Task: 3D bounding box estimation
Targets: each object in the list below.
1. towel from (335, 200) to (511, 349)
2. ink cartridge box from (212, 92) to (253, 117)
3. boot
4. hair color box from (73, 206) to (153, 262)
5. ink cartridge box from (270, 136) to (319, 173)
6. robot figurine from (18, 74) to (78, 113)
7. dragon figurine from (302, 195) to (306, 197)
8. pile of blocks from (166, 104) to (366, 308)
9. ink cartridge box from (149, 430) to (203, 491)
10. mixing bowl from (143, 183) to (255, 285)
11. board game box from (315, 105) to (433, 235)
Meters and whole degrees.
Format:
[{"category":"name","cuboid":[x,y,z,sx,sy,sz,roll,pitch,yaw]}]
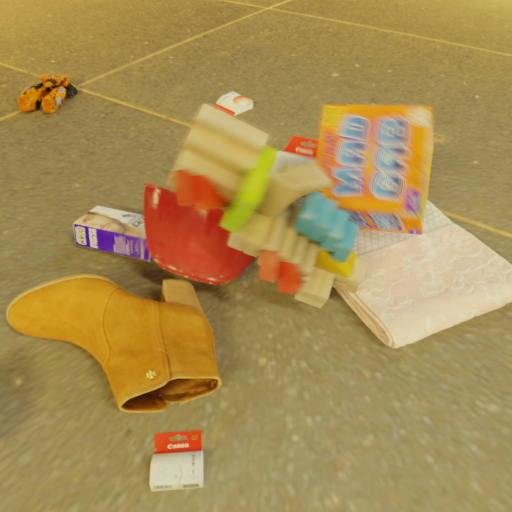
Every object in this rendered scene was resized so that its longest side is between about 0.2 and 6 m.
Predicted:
[{"category":"towel","cuboid":[2.754,0.161,9.805,2.941,0.474,2.809,-17,43,-19]},{"category":"ink cartridge box","cuboid":[-0.741,-4.043,15.009,1.040,0.261,0.844,-29,47,-33]},{"category":"boot","cuboid":[-2.082,1.288,8.014,2.989,1.052,2.140,-5,39,-12]},{"category":"hair color box","cuboid":[-2.484,-0.436,10.414,1.554,0.504,0.849,11,31,14]},{"category":"ink cartridge box","cuboid":[0.730,-1.893,10.835,0.975,0.288,1.218,21,69,38]},{"category":"robot figurine","cuboid":[-5.674,-4.459,15.277,1.332,0.535,1.837,4,40,2]},{"category":"dragon figurine","cuboid":[-0.163,-1.547,11.471,1.623,0.961,3.264,-24,45,-27]},{"category":"pile of blocks","cuboid":[0.364,-0.316,7.705,1.596,3.888,1.208,-12,49,47]},{"category":"ink cartridge box","cuboid":[-1.008,2.567,7.155,0.645,0.190,0.805,-3,42,-4]},{"category":"mixing bowl","cuboid":[-0.939,-0.275,9.364,2.322,1.258,2.322,19,2,-1]},{"category":"board game box","cuboid":[2.003,-1.400,9.406,1.683,1.684,1.682,7,83,20]}]
